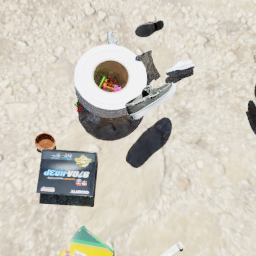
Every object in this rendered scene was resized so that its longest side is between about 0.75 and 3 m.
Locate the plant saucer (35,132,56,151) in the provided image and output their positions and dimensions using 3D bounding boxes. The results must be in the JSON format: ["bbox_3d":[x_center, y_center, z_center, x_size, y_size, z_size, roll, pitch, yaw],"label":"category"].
[{"bbox_3d":[-3.244,0.544,10.996,0.799,0.129,0.799,-1,110,-3],"label":"plant saucer"}]

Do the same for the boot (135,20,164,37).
[{"bbox_3d":[0.665,-3.952,11.158,1.378,1.199,0.477,-24,116,-19],"label":"boot"}]

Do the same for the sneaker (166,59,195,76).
[{"bbox_3d":[2.172,-2.574,11.958,1.333,0.487,0.472,-16,65,-14],"label":"sneaker"}]

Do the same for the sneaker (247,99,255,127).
[{"bbox_3d":[5.629,-0.403,11.218,1.029,0.724,1.937,-24,85,-12],"label":"sneaker"}]

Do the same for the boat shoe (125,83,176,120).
[{"bbox_3d":[0.850,-1.153,10.055,2.245,0.794,0.715,-37,112,-26],"label":"boat shoe"}]

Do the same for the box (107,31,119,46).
[{"bbox_3d":[-0.652,-3.882,12.461,0.480,0.151,0.873,-8,74,-2],"label":"box"}]

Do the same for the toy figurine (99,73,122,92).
[{"bbox_3d":[-0.679,-1.751,11.696,0.889,0.725,0.966,26,50,-7],"label":"toy figurine"}]

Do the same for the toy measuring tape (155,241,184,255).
[{"bbox_3d":[1.014,4.674,9.635,2.238,0.823,0.823,-31,76,-9],"label":"toy measuring tape"}]

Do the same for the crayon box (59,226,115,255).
[{"bbox_3d":[-1.780,4.842,9.595,1.476,0.724,2.486,36,77,10],"label":"crayon box"}]

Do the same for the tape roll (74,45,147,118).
[{"bbox_3d":[-0.719,-1.867,11.274,2.871,1.004,2.871,2,73,-6],"label":"tape roll"}]

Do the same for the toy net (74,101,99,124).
[{"bbox_3d":[-1.670,-0.723,11.477,0.711,0.262,1.356,-29,76,-9],"label":"toy net"}]

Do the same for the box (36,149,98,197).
[{"bbox_3d":[-2.274,1.694,10.624,2.119,0.487,1.684,4,76,1],"label":"box"}]
